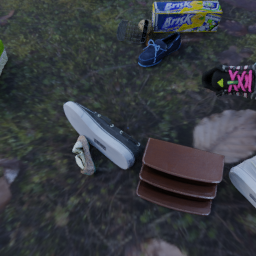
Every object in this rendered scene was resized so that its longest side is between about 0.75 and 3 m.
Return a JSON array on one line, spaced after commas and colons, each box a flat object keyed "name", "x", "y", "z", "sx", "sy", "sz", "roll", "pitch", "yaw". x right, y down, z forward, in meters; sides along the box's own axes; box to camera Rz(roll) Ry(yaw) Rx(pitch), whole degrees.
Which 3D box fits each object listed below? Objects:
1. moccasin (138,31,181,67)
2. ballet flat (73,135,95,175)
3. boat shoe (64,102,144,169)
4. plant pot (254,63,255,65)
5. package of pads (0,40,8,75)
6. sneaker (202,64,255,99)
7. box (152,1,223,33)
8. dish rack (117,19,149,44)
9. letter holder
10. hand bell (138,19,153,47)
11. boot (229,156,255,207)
[{"name": "moccasin", "x": 1.149, "y": -3.034, "z": 10.462, "sx": 0.822, "sy": 0.697, "sz": 2.043, "roll": 39, "pitch": 63, "yaw": 24}, {"name": "ballet flat", "x": -1.295, "y": 0.719, "z": 7.883, "sx": 0.447, "sy": 0.453, "sz": 1.330, "roll": 6, "pitch": 45, "yaw": -39}, {"name": "boat shoe", "x": -0.748, "y": 0.082, "z": 8.178, "sx": 2.754, "sy": 0.945, "sz": 0.780, "roll": 40, "pitch": 58, "yaw": 18}, {"name": "plant pot", "x": 4.835, "y": -1.455, "z": 8.735, "sx": 1.938, "sy": 1.938, "sz": 1.821, "roll": -36, "pitch": 75, "yaw": -23}, {"name": "package of pads", "x": -5.654, "y": -1.806, "z": 9.410, "sx": 2.261, "sy": 0.998, "sz": 2.926, "roll": 3, "pitch": 54, "yaw": 1}, {"name": "sneaker", "x": 2.252, "y": -0.961, "z": 5.837, "sx": 0.885, "sy": 0.746, "sz": 2.023, "roll": -8, "pitch": 15, "yaw": -17}, {"name": "box", "x": 2.334, "y": -4.513, "z": 11.369, "sx": 2.661, "sy": 0.932, "sz": 0.856, "roll": -2, "pitch": 54, "yaw": -2}, {"name": "dish rack", "x": 0.166, "y": -3.817, "z": 11.018, "sx": 1.228, "sy": 0.335, "sz": 0.942, "roll": 11, "pitch": 87, "yaw": 8}, {"name": "letter holder", "x": 1.301, "y": 1.280, "z": 7.214, "sx": 1.981, "sy": 0.996, "sz": 1.408, "roll": 14, "pitch": 57, "yaw": 10}, {"name": "hand bell", "x": 0.747, "y": -3.683, "z": 11.159, "sx": 0.584, "sy": 0.584, "sz": 1.122, "roll": -3, "pitch": 68, "yaw": -2}, {"name": "boot", "x": 3.796, "y": 1.709, "z": 6.926, "sx": 1.195, "sy": 0.920, "sz": 2.501, "roll": -29, "pitch": 58, "yaw": -12}]
